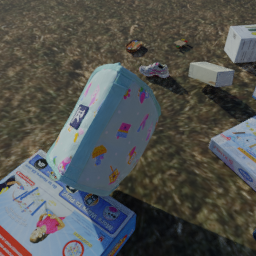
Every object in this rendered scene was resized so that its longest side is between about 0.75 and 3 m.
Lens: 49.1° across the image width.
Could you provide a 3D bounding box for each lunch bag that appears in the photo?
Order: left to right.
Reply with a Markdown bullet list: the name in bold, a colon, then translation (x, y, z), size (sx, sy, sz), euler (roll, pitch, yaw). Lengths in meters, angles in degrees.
- **lunch bag**: translation (-0.445, 0.082, 5.918), size (1.677, 2.751, 2.343), euler (29, 87, 10)

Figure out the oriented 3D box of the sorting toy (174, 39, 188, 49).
- **sorting toy**: translation (2.256, -3.649, 12.157), size (0.385, 0.135, 0.798), euler (35, 55, 30)

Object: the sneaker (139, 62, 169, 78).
- **sneaker**: translation (0.989, -2.234, 10.479), size (1.138, 0.502, 0.463), euler (6, 45, 6)

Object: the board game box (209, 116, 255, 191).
- **board game box**: translation (3.744, 0.675, 7.605), size (2.145, 0.442, 2.150), euler (-23, 49, -21)

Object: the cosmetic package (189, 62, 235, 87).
- **cosmetic package**: translation (2.818, -1.858, 9.594), size (0.760, 0.514, 1.446), euler (-8, 27, -23)

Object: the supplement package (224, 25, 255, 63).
- **supplement package**: translation (4.846, -3.387, 11.222), size (1.433, 1.079, 1.087), euler (-5, 45, -5)

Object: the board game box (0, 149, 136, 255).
- **board game box**: translation (-1.855, 2.221, 5.787), size (2.960, 0.827, 2.899), euler (28, 52, 25)

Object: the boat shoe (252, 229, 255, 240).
- **boat shoe**: translation (3.091, 2.573, 5.632), size (0.450, 0.551, 1.310), euler (-24, 47, -34)

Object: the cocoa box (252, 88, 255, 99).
- **cocoa box**: translation (5.297, -1.364, 9.111), size (1.833, 1.203, 1.222), euler (-18, 48, -17)

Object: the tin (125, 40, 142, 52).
- **tin**: translation (0.252, -3.514, 12.001), size (0.507, 0.189, 0.905), euler (20, 48, 25)
